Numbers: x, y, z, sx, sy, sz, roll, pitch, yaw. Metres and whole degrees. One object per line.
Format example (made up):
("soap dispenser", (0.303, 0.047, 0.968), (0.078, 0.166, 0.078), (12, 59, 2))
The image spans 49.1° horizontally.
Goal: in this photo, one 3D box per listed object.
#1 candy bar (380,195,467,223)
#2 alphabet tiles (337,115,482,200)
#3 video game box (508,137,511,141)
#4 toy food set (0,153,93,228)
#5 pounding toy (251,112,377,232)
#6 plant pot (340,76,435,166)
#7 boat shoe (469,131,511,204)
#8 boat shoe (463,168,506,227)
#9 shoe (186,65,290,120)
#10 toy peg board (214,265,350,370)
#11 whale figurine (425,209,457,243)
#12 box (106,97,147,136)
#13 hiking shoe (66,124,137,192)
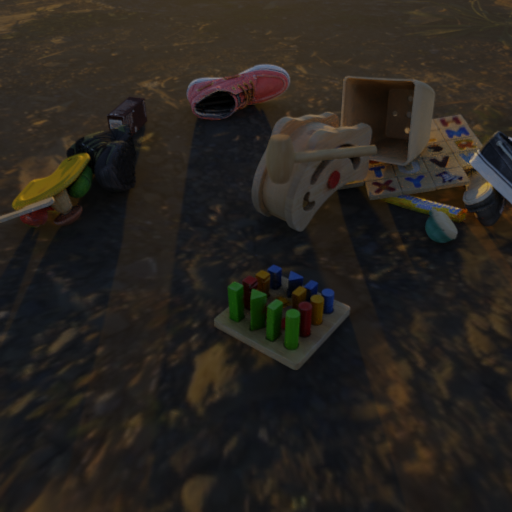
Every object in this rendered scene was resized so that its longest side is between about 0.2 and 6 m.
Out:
("candy bar", (3.218, -1.009, 10.955), (1.800, 0.199, 0.449), (20, 40, 26))
("alphabet tiles", (3.200, -2.345, 12.345), (3.200, 0.122, 3.846), (-8, 34, 8))
("video game box", (5.762, -2.006, 12.206), (1.473, 0.378, 1.617), (-28, 44, -29))
("toy food set", (-3.787, -1.071, 10.680), (1.428, 0.793, 2.427), (-19, 30, 16))
("pounding toy", (1.233, -1.387, 10.183), (1.898, 1.892, 3.308), (28, 32, 30))
("plant pot", (2.882, -2.926, 11.843), (1.650, 1.648, 1.461), (18, 27, 38))
("boat shoe", (5.100, -1.220, 10.044), (0.939, 0.888, 2.618), (-9, 52, -46))
("boat shoe", (4.575, -1.312, 11.103), (0.771, 0.657, 2.305), (-21, 17, 37))
("shoe", (-0.404, -4.299, 14.953), (2.854, 1.019, 1.298), (-10, 38, -5))
("toy peg board", (0.400, 0.667, 8.138), (1.482, 0.725, 1.476), (24, 42, 29))
("whale figurine", (3.305, -0.529, 10.100), (0.687, 0.448, 0.864), (49, 24, -3))
("box", (-3.197, -3.424, 13.963), (0.487, 0.651, 1.299), (7, 37, 10))
("hiking shoe", (-3.280, -1.960, 11.782), (1.363, 1.025, 2.708), (-12, 27, -2))
